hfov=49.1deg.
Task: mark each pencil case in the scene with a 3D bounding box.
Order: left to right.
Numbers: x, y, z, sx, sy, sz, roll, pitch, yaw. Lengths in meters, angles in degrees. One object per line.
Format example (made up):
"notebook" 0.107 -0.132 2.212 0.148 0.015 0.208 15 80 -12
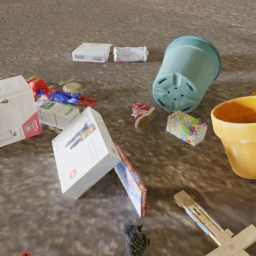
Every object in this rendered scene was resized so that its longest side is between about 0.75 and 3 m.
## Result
"pencil case" 0.133 -3.910 14.763 1.798 0.816 0.747 -2 80 -6

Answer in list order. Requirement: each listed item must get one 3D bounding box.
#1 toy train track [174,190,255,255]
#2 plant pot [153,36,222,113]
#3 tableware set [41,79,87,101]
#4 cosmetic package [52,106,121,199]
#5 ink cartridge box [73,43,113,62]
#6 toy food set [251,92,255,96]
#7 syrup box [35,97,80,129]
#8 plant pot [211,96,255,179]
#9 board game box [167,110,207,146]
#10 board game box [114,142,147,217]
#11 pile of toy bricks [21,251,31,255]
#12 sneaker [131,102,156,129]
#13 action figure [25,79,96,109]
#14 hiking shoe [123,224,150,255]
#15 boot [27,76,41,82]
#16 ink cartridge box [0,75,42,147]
"toy train track" 2.020 2.494 6.629 1.541 0.437 2.688 -24 37 -18
"plant pot" 2.210 -1.982 11.114 2.461 2.461 2.410 16 47 20
"tableware set" -2.789 -1.468 11.914 1.807 0.362 1.195 -25 45 -27
"cosmetic package" -1.307 0.635 8.142 1.710 0.586 2.268 -43 40 12
"ink cartridge box" -1.920 -4.228 15.597 1.781 0.551 2.196 5 28 7
"toy food set" 5.102 -0.698 10.503 0.739 0.784 1.642 7 33 9
"syrup box" -2.678 -0.529 10.371 1.712 0.697 0.674 17 40 21
"plant pot" 3.561 0.317 7.981 2.070 1.895 2.070 -13 21 5
"board game box" 2.024 -0.019 9.744 0.639 0.627 1.218 -30 46 -34
"board game box" 0.012 1.343 7.606 0.190 1.005 1.953 -16 40 -16
"pile of toy bricks" -2.142 3.143 5.707 0.552 0.621 1.118 36 21 -16
"sneaker" 0.371 -0.474 10.345 0.866 0.548 1.540 22 31 19
"action figure" -2.827 -0.934 10.830 2.862 1.417 0.934 23 26 -6
"hiking shoe" 0.232 2.658 6.316 0.596 0.449 1.184 -9 37 -6
"boot" -4.648 -1.911 12.461 1.188 0.449 1.357 24 43 10
"ink cartridge box" -4.393 -0.367 9.134 2.610 1.912 1.080 -21 44 -24
